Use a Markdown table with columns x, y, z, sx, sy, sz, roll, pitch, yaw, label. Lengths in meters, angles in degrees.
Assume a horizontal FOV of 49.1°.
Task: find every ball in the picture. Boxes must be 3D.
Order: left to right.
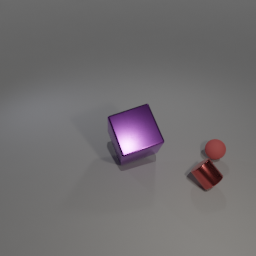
| x | y | z | sx | sy | sz | roll | pitch | yaw | label |
| --- | --- | --- | --- | --- | --- | --- | --- | --- | --- |
| 3.005 | 0.731 | 9.635 | 0.700 | 0.700 | 0.700 | 0 | 33 | 0 | ball |

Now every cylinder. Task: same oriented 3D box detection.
| x | y | z | sx | sy | sz | roll | pitch | yaw | label |
| --- | --- | --- | --- | --- | --- | --- | --- | --- | --- |
| 2.409 | 1.402 | 8.560 | 0.700 | 0.700 | 0.700 | -34 | 83 | -41 | cylinder |

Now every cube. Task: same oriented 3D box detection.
| x | y | z | sx | sy | sz | roll | pitch | yaw | label |
| --- | --- | --- | --- | --- | --- | --- | --- | --- | --- |
| 0.200 | 0.255 | 9.274 | 1.400 | 1.400 | 1.400 | -19 | 73 | -10 | cube |
